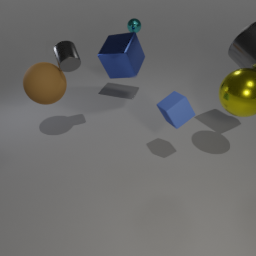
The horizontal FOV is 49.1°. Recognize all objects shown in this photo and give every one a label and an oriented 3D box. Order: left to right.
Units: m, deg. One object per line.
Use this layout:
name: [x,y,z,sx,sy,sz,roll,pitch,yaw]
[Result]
ball: [-2.756,-1.478,9.326,1.400,1.400,1.400,0,32,0]
cylinder: [-1.905,-2.243,8.797,0.700,0.700,0.700,-13,67,-20]
cube: [-0.257,-3.185,12.401,1.400,1.400,1.400,3,54,29]
ball: [0.305,-4.994,13.702,0.700,0.700,0.700,0,32,0]
cube: [1.389,-0.533,8.151,0.700,0.700,0.700,-37,29,-3]
ball: [3.325,-1.009,8.019,1.400,1.400,1.400,0,32,0]
cylinder: [4.086,-2.296,8.611,1.400,1.400,1.400,-20,64,-29]
